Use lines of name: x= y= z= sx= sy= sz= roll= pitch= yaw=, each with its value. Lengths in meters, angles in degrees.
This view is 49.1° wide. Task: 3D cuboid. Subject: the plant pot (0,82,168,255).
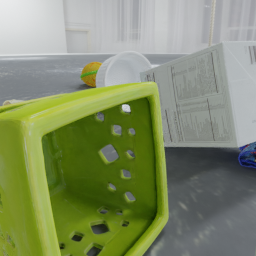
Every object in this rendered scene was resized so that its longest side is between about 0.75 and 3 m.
plant pot: x=-0.792 y=0.554 z=3.360 sx=1.825 sy=2.011 sz=2.001 roll=5 pitch=18 yaw=35

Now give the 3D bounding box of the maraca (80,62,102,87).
maraca: x=-1.770 y=-2.809 z=14.875 sx=1.599 sy=1.247 sz=2.332 roll=-10 pitch=4 yaw=-14

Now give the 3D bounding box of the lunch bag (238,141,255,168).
lunch bag: x=3.341 y=0.376 z=5.701 sx=2.108 sy=0.991 sz=1.587 roll=2 pitch=18 yaw=36

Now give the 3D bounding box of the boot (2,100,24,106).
boot: x=-4.066 y=-0.844 z=10.219 sx=0.678 sy=0.316 sz=0.877 roll=5 pitch=17 yaw=12

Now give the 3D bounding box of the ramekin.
ramekin: x=-0.137 y=-1.641 z=10.003 sx=2.070 sy=2.070 sz=1.009 roll=-11 pitch=13 yaw=-29

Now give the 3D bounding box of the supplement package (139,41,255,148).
supplement package: x=1.785 y=-0.647 z=6.122 sx=1.846 sy=1.832 sz=2.432 roll=-12 pitch=3 yaw=-32
